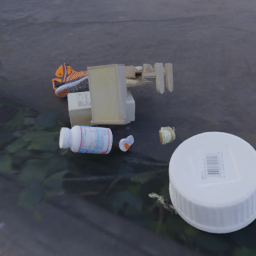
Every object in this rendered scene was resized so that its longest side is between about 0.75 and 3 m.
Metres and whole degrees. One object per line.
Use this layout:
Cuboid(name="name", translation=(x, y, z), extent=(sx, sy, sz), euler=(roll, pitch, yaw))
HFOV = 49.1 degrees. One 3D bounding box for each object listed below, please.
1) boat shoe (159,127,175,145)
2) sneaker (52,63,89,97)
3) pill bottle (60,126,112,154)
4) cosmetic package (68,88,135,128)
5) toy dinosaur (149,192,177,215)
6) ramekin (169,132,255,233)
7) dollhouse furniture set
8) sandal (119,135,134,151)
Cuboid(name="boat shoe", translation=(0.968, 0.191, 6.683), extent=(0.361, 0.422, 1.151), euler=(-8, 4, 12))
Cuboid(name="sneaker", translation=(-1.857, -1.970, 10.243), extent=(1.973, 0.765, 1.105), euler=(-19, 69, -7))
Cuboid(name="pill bottle", translation=(-1.099, 0.304, 7.314), extent=(1.271, 0.691, 0.691), euler=(5, 33, -22))
Cuboid(name="cosmetic package", translation=(-0.868, -0.673, 9.038), extent=(2.040, 0.725, 1.073), euler=(-6, 37, -9))
Cuboid(name="toy dinosaur", translation=(0.819, 1.621, 5.897), extent=(0.200, 0.843, 0.372), euler=(-50, 15, -4))
Cuboid(name="ramekin", translation=(1.835, 1.045, 5.950), extent=(2.035, 0.992, 2.035), euler=(-10, 48, 11))
Cuboid(name="dollhouse furniture set", translation=(-0.059, -1.132, 8.919), extent=(2.349, 1.664, 2.557), euler=(1, 11, 28))
Cuboid(name="sandal", translation=(-0.086, 0.446, 7.929), extent=(0.234, 0.313, 0.818), euler=(-14, 9, 29))
